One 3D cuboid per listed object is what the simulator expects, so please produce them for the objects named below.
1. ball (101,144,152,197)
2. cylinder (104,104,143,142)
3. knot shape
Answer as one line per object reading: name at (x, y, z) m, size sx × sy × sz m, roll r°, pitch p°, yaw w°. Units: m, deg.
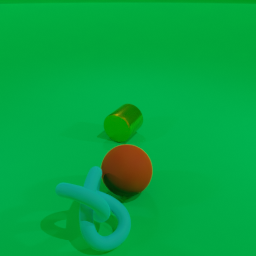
ball at (-0.030, 0.877, 5.809) m, size 1.070 × 1.070 × 1.070 m, roll 0°, pitch 27°, yaw 0°
cylinder at (-0.122, -0.157, 8.044) m, size 0.866 × 0.866 × 0.866 m, roll 13°, pitch 30°, yaw 24°
knot shape at (-0.588, 1.274, 4.936) m, size 0.685 × 1.482 × 1.387 m, roll -35°, pitch 20°, yaw 6°
